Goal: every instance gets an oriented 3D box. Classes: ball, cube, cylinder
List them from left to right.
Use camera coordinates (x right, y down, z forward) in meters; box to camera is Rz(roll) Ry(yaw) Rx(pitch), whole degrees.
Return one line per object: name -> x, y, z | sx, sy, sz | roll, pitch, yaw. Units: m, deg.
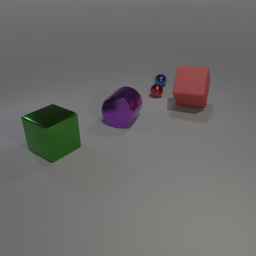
cube -> -2.726, 0.136, 10.086 | 1.400, 1.400, 1.400 | 20, 35, 34
cylinder -> -0.238, -0.918, 12.062 | 1.400, 1.400, 1.400 | 10, 30, 17
ball -> 1.513, -1.972, 14.764 | 0.700, 0.700, 0.700 | 0, 28, 0
ball -> 1.892, -2.764, 16.209 | 0.700, 0.700, 0.700 | 0, 28, 0
cube -> 2.966, -1.900, 12.968 | 1.400, 1.400, 1.400 | 8, -16, 21
